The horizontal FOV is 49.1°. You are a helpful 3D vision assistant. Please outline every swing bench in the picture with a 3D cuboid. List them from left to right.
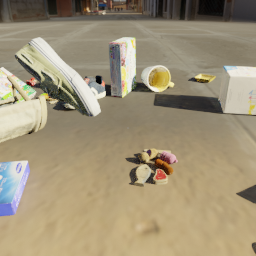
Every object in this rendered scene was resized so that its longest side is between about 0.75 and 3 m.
[{"bbox_3d":[-4.333,-0.372,9.034,2.519,1.643,2.533,-23,39,-39],"label":"swing bench"}]

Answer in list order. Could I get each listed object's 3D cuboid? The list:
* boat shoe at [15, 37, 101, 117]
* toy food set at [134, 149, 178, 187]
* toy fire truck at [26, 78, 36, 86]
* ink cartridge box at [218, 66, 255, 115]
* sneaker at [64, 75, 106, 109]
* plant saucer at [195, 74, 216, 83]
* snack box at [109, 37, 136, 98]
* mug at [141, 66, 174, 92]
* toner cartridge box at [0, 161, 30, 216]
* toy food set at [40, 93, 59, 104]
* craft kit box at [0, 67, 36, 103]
[{"bbox_3d":[-1.477,-0.956,5.841,0.705,0.818,2.272,-39,70,-15],"label":"boat shoe"},{"bbox_3d":[0.798,0.973,7.715,1.140,0.282,1.793,3,26,6],"label":"toy food set"},{"bbox_3d":[-5.021,-2.426,14.698,0.779,0.190,0.549,21,33,36],"label":"toy fire truck"},{"bbox_3d":[5.138,-1.520,11.283,2.512,1.573,1.615,3,26,8],"label":"ink cartridge box"},{"bbox_3d":[-1.869,-1.633,12.103,0.949,1.070,2.532,12,29,23],"label":"sneaker"},{"bbox_3d":[4.181,-2.673,15.174,0.893,0.216,0.893,17,31,32],"label":"plant saucer"},{"bbox_3d":[-0.215,-2.839,13.017,0.638,2.410,1.714,9,28,20],"label":"snack box"},{"bbox_3d":[1.336,-2.387,13.898,1.234,1.541,1.265,-40,26,-6],"label":"mug"},{"bbox_3d":[-2.954,1.408,6.744,0.795,0.361,1.673,-3,26,-6],"label":"toner cartridge box"},{"bbox_3d":[-3.519,-1.421,12.620,1.136,0.228,0.784,21,33,36],"label":"toy food set"},{"bbox_3d":[-5.146,-1.666,11.862,1.840,0.446,1.817,36,31,-7],"label":"craft kit box"}]
